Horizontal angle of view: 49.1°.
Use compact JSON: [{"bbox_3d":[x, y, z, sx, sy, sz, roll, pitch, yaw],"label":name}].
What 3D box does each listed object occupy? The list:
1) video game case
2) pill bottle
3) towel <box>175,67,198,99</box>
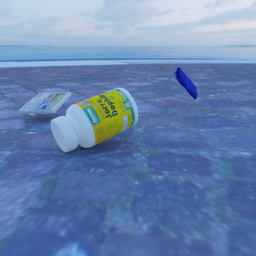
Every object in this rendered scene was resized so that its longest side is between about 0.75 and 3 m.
[{"bbox_3d":[-2.803,-0.862,9.570,1.278,0.155,1.404,1,31,15],"label":"video game case"},{"bbox_3d":[-0.828,-0.190,6.961,1.987,1.120,1.120,-26,28,-28],"label":"pill bottle"},{"bbox_3d":[2.316,-1.753,11.182,0.302,1.217,0.899,-31,34,30],"label":"towel"}]
